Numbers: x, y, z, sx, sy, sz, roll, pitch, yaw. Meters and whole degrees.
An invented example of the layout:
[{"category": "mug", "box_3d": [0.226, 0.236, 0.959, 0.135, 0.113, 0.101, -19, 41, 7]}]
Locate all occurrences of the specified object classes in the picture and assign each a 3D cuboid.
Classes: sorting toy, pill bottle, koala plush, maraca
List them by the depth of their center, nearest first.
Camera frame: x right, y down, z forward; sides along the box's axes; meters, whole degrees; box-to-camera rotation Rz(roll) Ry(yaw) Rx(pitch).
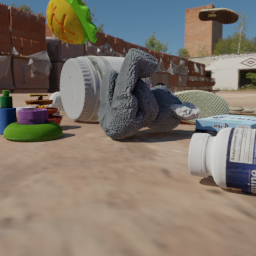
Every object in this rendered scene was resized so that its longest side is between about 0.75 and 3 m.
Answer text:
[{"category": "pill bottle", "box_3d": [1.282, 0.339, 2.947, 1.191, 0.661, 0.661, 4, 9, 27]}, {"category": "koala plush", "box_3d": [0.455, -0.440, 6.191, 1.899, 1.745, 1.684, 15, -18, -26]}, {"category": "sorting toy", "box_3d": [-2.295, -0.381, 6.600, 1.464, 1.000, 2.436, -2, 9, -13]}, {"category": "maraca", "box_3d": [-1.932, -3.795, 9.826, 1.455, 1.864, 2.719, -41, 38, -19]}]

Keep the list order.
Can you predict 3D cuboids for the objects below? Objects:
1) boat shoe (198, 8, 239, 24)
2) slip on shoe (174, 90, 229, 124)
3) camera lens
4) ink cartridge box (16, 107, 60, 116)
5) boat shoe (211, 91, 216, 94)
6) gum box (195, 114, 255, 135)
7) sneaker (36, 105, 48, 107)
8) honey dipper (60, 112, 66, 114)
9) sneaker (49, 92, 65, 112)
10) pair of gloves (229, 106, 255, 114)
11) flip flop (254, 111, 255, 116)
[{"category": "boat shoe", "box_3d": [3.022, -3.756, 9.230, 1.313, 0.485, 0.486, 20, 44, 26]}, {"category": "slip on shoe", "box_3d": [1.591, -0.584, 8.396, 2.721, 1.008, 0.833, -1, -1, 12]}, {"category": "camera lens", "box_3d": [-0.664, -1.279, 9.133, 2.554, 2.043, 2.043, -7, 11, -35]}, {"category": "ink cartridge box", "box_3d": [-3.497, -0.615, 10.567, 1.742, 0.323, 0.825, 7, 11, 28]}, {"category": "boat shoe", "box_3d": [3.030, -1.185, 12.286, 1.985, 0.719, 0.717, -7, 5, 42]}, {"category": "gum box", "box_3d": [2.582, -0.072, 6.769, 1.299, 0.341, 1.529, 8, 12, 43]}, {"category": "sneaker", "box_3d": [-3.713, -0.867, 11.922, 0.515, 0.400, 1.144, 0, 10, -21]}, {"category": "honey dipper", "box_3d": [-2.567, -0.589, 10.939, 0.992, 0.188, 0.188, 4, 8, -2]}, {"category": "sneaker", "box_3d": [-2.408, -1.156, 12.236, 1.013, 0.871, 2.392, 1, 7, 25]}, {"category": "pair of gloves", "box_3d": [4.373, -0.722, 11.399, 1.364, 0.281, 1.604, 2, 8, 7]}, {"category": "flip flop", "box_3d": [5.345, -0.620, 9.996, 1.661, 0.478, 0.673, 0, 8, -2]}]
